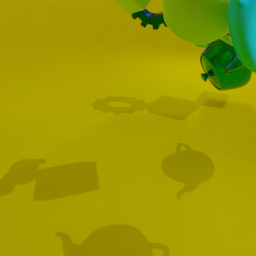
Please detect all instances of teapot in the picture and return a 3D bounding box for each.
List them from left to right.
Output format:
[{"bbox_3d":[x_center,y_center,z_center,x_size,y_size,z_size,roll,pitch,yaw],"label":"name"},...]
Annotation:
[{"bbox_3d":[0.938,-1.705,3.923,1.867,0.914,1.161,32,56,1],"label":"teapot"},{"bbox_3d":[2.025,-1.312,5.981,0.951,1.208,1.943,-31,8,5],"label":"teapot"},{"bbox_3d":[1.720,-1.155,3.069,0.915,1.161,1.868,-10,-23,42],"label":"teapot"}]

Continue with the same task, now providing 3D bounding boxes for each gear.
[{"bbox_3d":[0.816,-4.025,8.880,1.739,1.739,0.322,11,47,19],"label":"gear"}]

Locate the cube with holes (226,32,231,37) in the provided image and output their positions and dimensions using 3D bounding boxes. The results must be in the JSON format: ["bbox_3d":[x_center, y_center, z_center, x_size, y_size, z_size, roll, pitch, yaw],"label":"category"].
[{"bbox_3d":[3.648,-3.146,9.418,0.901,0.901,0.901,16,32,18],"label":"cube with holes"}]

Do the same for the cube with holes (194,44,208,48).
[{"bbox_3d":[2.341,-3.330,8.805,1.149,1.149,1.149,44,33,20],"label":"cube with holes"}]

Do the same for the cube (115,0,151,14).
[{"bbox_3d":[0.090,-2.945,5.373,0.971,0.971,0.971,34,6,-22],"label":"cube"}]
